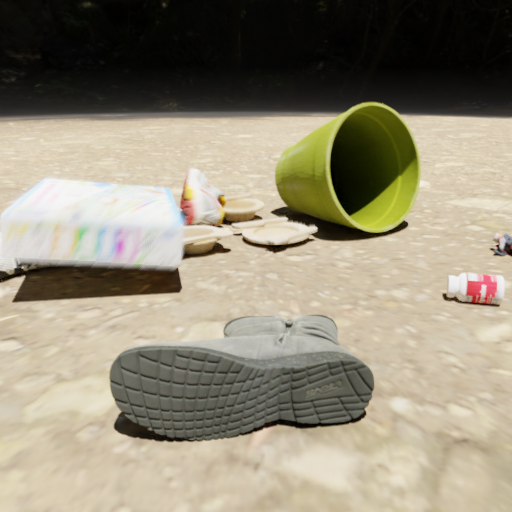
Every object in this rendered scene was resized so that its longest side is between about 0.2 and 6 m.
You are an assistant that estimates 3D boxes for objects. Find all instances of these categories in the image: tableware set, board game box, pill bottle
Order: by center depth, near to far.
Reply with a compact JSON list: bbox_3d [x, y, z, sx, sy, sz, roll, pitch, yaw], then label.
[{"bbox_3d":[3.419,0.508,8.768,0.801,0.450,0.450,4,19,14],"label":"pill bottle"},{"bbox_3d":[-2.832,-0.736,10.319,2.667,0.679,3.967,4,14,-12],"label":"board game box"},{"bbox_3d":[-0.802,-0.741,12.424,3.203,0.445,3.835,-11,22,-25],"label":"tableware set"}]

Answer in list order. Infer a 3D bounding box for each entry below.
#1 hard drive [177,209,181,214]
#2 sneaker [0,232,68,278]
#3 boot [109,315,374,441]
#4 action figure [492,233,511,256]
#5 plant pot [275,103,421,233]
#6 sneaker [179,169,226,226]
[{"bbox_3d":[-1.442,-1.006,13.266,0.603,0.122,0.914,-10,21,-22],"label":"hard drive"},{"bbox_3d":[-3.947,-0.117,10.099,0.913,0.787,2.082,8,21,25],"label":"sneaker"},{"bbox_3d":[-0.197,1.194,6.323,2.759,0.934,1.802,3,12,-12],"label":"boot"},{"bbox_3d":[5.124,-0.243,11.055,0.864,0.467,0.893,25,29,35],"label":"action figure"},{"bbox_3d":[1.882,-1.914,13.083,2.759,2.759,2.657,-12,8,-31],"label":"plant pot"},{"bbox_3d":[-1.221,-1.249,12.774,0.969,0.918,2.359,12,28,-14],"label":"sneaker"}]
